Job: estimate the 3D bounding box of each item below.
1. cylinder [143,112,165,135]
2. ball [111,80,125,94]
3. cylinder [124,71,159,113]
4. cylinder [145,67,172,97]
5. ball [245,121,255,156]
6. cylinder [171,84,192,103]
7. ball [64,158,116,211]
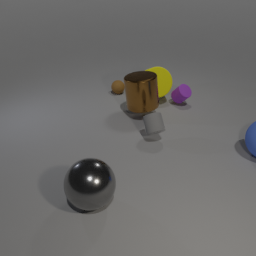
[{"bbox_3d":[0.966,-0.154,10.394,0.700,0.700,0.700,-13,-9,-2],"label":"cylinder"},{"bbox_3d":[-0.510,-2.101,14.360,0.700,0.700,0.700,0,31,0],"label":"ball"},{"bbox_3d":[0.584,-1.548,11.892,1.400,1.400,1.400,-5,28,3],"label":"cylinder"},{"bbox_3d":[1.275,-2.181,13.417,1.400,1.400,1.400,-4,9,-6],"label":"cylinder"},{"bbox_3d":[4.685,0.369,9.403,1.400,1.400,1.400,0,31,0],"label":"ball"},{"bbox_3d":[2.488,-1.598,13.088,0.700,0.700,0.700,10,66,-23],"label":"cylinder"},{"bbox_3d":[-1.025,1.507,7.570,1.400,1.400,1.400,0,31,0],"label":"ball"}]
